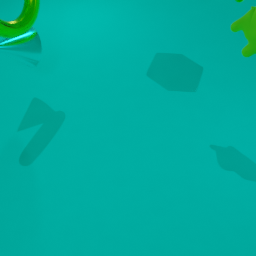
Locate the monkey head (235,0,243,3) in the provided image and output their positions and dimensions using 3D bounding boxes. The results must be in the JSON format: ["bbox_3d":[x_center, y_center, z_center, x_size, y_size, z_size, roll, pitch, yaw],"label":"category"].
[{"bbox_3d":[2.281,-3.248,5.791,0.819,1.139,0.686,9,34,18],"label":"monkey head"}]

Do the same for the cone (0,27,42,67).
[{"bbox_3d":[-3.210,-2.223,7.714,1.173,1.173,1.178,41,37,25],"label":"cone"}]

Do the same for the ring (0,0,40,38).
[{"bbox_3d":[-2.856,-3.140,6.572,0.397,1.983,1.983,15,55,25],"label":"ring"}]

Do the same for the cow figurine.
[{"bbox_3d":[3.058,-2.042,5.942,0.775,1.389,1.412,-25,89,-34],"label":"cow figurine"}]
